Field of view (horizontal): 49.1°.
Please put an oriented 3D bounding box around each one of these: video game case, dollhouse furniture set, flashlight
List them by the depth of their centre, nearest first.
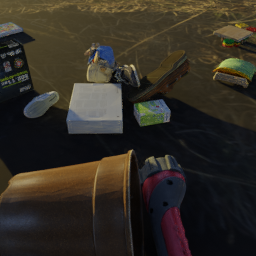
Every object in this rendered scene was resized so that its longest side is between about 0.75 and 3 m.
[{"bbox_3d":[0.807,1.647,4.539,0.910,0.907,2.679,-4,38,-9],"label":"flashlight"},{"bbox_3d":[4.261,-1.937,8.743,2.932,1.132,1.465,20,43,23],"label":"dollhouse furniture set"},{"bbox_3d":[-5.716,-4.320,12.456,1.666,0.148,1.192,-31,48,-32],"label":"video game case"}]

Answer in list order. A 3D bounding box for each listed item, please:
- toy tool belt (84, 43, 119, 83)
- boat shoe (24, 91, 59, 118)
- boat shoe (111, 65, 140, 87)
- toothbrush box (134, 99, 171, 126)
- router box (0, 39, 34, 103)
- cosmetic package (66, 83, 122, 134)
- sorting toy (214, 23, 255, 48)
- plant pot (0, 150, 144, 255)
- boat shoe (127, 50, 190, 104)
[{"bbox_3d":[-0.863,-2.317,9.244,1.099,1.082,1.760,1,39,1],"label":"toy tool belt"},{"bbox_3d":[-2.458,-0.640,7.779,0.420,0.463,1.259,4,28,31],"label":"boat shoe"},{"bbox_3d":[-0.096,-1.453,8.031,0.545,0.632,1.739,-20,20,-7],"label":"boat shoe"},{"bbox_3d":[0.631,-0.412,7.484,0.828,0.357,0.603,-8,40,-12],"label":"toothbrush box"},{"bbox_3d":[-3.799,-1.478,7.897,1.977,1.481,0.614,-30,49,-31],"label":"router box"},{"bbox_3d":[-0.842,-0.576,7.589,1.369,0.469,1.816,-2,39,-1],"label":"cosmetic package"},{"bbox_3d":[4.385,-3.819,11.632,2.394,0.405,1.154,-30,48,-31],"label":"sorting toy"},{"bbox_3d":[-0.768,1.364,4.287,1.881,1.900,1.900,-5,39,7],"label":"plant pot"},{"bbox_3d":[0.999,-1.318,8.207,2.243,0.763,0.807,-39,33,-9],"label":"boat shoe"}]
